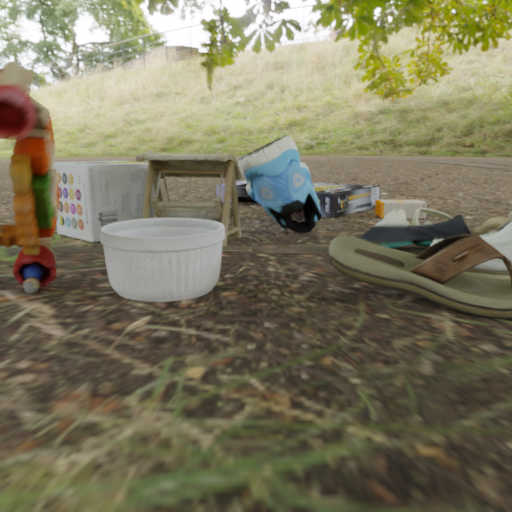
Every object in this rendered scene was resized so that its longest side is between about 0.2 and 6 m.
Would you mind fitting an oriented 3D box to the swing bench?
[{"bbox_3d":[-1.093,-0.997,9.410,1.518,1.526,0.990,4,13,14],"label":"swing bench"}]

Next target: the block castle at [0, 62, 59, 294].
[{"bbox_3d":[-3.036,-0.685,5.902,1.706,2.553,1.198,-2,45,-14],"label":"block castle"}]

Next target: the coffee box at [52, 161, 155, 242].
[{"bbox_3d":[-2.718,-1.025,10.021,1.290,1.303,1.305,12,17,43],"label":"coffee box"}]

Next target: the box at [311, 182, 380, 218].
[{"bbox_3d":[1.650,-1.385,13.406,1.842,0.562,2.326,10,15,37],"label":"box"}]

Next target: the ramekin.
[{"bbox_3d":[-1.077,0.024,6.561,1.437,0.754,1.437,0,12,0],"label":"ramekin"}]

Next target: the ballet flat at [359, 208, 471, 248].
[{"bbox_3d":[2.408,-0.414,8.723,1.911,0.698,0.698,-2,13,-9],"label":"ballet flat"}]

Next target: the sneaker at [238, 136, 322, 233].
[{"bbox_3d":[0.547,-1.018,10.597,1.307,1.500,3.335,-25,-9,10],"label":"sneaker"}]

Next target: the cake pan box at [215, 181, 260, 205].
[{"bbox_3d":[0.134,-1.701,15.013,1.860,0.528,2.019,4,13,26],"label":"cake pan box"}]

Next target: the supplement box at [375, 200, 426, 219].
[{"bbox_3d":[3.151,-1.024,12.248,0.973,0.358,0.613,0,12,0],"label":"supplement box"}]

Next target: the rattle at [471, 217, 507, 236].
[{"bbox_3d":[3.593,-0.136,8.676,0.690,0.757,1.059,31,-25,-37],"label":"rattle"}]

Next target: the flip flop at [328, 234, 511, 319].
[{"bbox_3d":[2.041,0.067,6.047,2.515,0.724,1.020,16,16,17],"label":"flip flop"}]

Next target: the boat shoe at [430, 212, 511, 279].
[{"bbox_3d":[3.559,-0.221,7.131,2.855,0.976,1.067,-2,13,-9],"label":"boat shoe"}]
